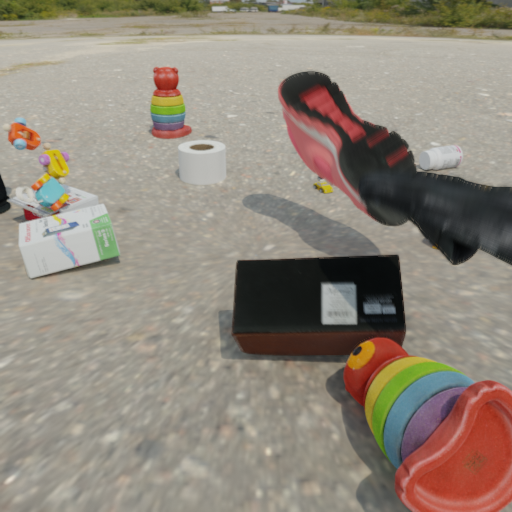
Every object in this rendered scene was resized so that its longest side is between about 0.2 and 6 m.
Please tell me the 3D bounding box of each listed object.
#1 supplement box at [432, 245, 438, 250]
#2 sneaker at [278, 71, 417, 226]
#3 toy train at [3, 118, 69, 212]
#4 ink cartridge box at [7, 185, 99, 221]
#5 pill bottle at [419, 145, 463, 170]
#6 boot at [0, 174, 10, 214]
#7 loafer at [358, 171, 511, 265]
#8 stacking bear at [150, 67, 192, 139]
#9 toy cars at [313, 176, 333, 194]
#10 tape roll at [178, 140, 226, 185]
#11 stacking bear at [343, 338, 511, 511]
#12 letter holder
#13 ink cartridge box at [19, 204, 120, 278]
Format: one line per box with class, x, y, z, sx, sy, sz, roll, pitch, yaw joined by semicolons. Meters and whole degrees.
supplement box;3.475;-0.431;9.521;0.627;0.494;0.957;17;31;30
sneaker;1.459;-1.585;8.986;1.140;1.342;3.094;-28;65;-13
toy train;-3.780;-1.469;9.515;0.451;1.622;1.218;-26;-25;32
ink cartridge box;-3.704;-0.833;10.271;1.270;0.532;1.115;20;35;34
pill bottle;4.373;-2.319;13.283;0.915;0.518;0.518;-11;28;-20
boot;-5.411;-1.425;9.943;0.864;1.900;2.262;10;29;19
loafer;1.704;-0.294;4.785;0.716;0.740;2.108;-3;17;-40
stacking bear;-2.498;-4.362;15.830;1.149;1.891;1.076;3;27;6
toy cars;1.509;-1.640;12.235;0.478;0.236;1.067;7;27;13
tape roll;-1.212;-2.112;12.622;1.067;0.733;1.067;0;26;0
stacking bear;1.471;1.398;5.251;1.192;1.116;1.963;-50;23;1
letter holder;0.760;0.732;6.777;1.881;1.337;0.946;-2;61;8
ink cartridge box;-2.972;-0.255;8.881;1.403;0.614;1.019;-17;28;-14
